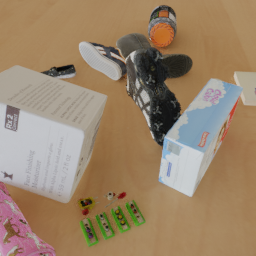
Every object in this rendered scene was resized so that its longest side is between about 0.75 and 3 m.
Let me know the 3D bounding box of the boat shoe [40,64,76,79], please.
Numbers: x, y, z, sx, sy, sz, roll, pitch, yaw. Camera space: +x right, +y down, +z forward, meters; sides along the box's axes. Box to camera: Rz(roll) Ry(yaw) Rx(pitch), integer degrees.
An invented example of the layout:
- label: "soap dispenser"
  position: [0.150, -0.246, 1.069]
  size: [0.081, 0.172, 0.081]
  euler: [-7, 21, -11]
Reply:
- label: "boat shoe"
  position: [-2.896, -2.248, 11.242]
  size: [1.605, 0.454, 0.551]
  euler: [-11, 43, -12]

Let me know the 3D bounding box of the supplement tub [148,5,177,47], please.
- label: "supplement tub"
  position: [1.667, -4.907, 13.529]
  size: [1.363, 1.363, 2.224]
  euler: [5, 43, 6]

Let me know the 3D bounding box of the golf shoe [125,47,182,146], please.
- label: "golf shoe"
  position: [0.679, -0.882, 8.167]
  size: [1.116, 2.872, 1.357]
  euler: [-23, 21, -25]

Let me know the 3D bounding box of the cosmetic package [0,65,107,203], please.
- label: "cosmetic package"
  position: [-2.115, 0.056, 6.767]
  size: [2.529, 2.085, 2.087]
  euler: [18, 28, 0]

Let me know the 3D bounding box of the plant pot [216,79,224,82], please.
- label: "plant pot"
  position: [2.998, -1.172, 9.873]
  size: [0.852, 0.852, 0.780]
  euler: [34, 64, 32]

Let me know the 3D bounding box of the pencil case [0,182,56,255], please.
- label: "pencil case"
  position: [-2.598, 2.096, 5.925]
  size: [1.043, 1.090, 2.519]
  euler: [-17, 41, -43]

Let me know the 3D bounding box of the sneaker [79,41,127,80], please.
- label: "sneaker"
  position: [-0.931, -2.891, 11.598]
  size: [2.501, 0.981, 0.993]
  euler: [39, 58, 23]

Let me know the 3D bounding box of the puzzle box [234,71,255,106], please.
- label: "puzzle box"
  position: [4.843, -1.506, 10.569]
  size: [1.314, 0.251, 1.975]
  euler: [4, 42, 4]

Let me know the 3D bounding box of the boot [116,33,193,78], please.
- label: "boot"
  position: [1.023, -3.177, 12.013]
  size: [2.690, 1.073, 2.958]
  euler: [-6, 35, -9]

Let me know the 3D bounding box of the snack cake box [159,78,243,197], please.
- label: "snack cake box"
  position: [2.008, 0.143, 7.627]
  size: [1.002, 1.715, 2.983]
  euler: [23, 47, 24]

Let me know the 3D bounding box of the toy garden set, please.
- label: "toy garden set"
  position: [-0.473, 1.970, 6.674]
  size: [1.415, 0.282, 1.180]
  euler: [-17, 45, -18]
